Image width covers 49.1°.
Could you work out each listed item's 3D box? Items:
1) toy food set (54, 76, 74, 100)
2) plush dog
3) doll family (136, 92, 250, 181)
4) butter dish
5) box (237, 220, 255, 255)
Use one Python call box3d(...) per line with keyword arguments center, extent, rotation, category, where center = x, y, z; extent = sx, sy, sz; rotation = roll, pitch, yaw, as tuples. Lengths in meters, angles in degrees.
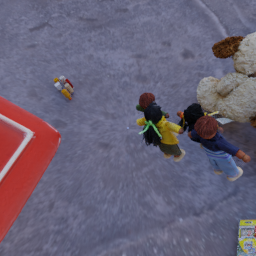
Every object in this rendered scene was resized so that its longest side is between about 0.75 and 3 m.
box3d(center=(-2.094, -1.365, 9.349), extent=(0.461, 0.435, 0.966), rotation=(-41, 48, -7), category="toy food set")
box3d(center=(3.513, -1.419, 7.742), extent=(2.843, 2.442, 2.281), rotation=(4, 20, 4), category="plush dog")
box3d(center=(1.098, 0.058, 5.559), extent=(2.814, 1.627, 1.104), rotation=(11, 56, 39), category="doll family")
box3d(center=(-2.990, 0.729, 4.913), extent=(2.640, 1.957, 2.647), rotation=(31, 52, -10), category="butter dish")
box3d(center=(3.247, 2.630, 6.177), extent=(0.319, 1.691, 1.155), rotation=(33, 57, -26), category="box")
